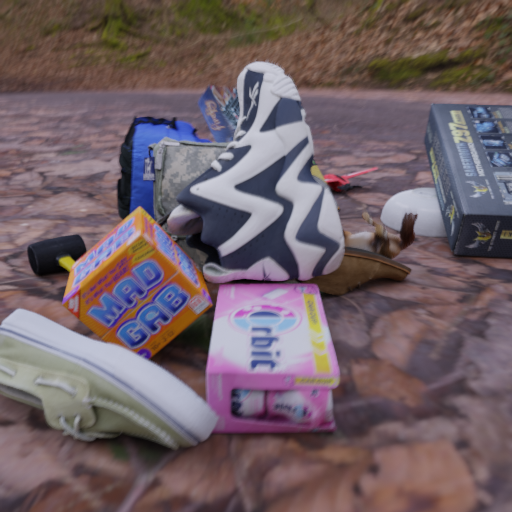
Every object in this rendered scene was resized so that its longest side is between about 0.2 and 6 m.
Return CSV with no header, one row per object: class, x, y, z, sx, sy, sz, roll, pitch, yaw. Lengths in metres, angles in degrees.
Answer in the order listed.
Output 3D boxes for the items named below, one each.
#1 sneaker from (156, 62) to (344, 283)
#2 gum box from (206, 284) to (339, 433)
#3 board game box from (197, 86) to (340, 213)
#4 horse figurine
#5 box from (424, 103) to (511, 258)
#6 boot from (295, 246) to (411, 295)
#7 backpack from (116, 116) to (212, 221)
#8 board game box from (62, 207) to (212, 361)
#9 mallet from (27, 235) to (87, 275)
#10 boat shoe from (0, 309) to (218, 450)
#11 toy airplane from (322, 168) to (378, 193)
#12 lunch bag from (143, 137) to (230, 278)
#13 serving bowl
sneaker,-0.363,-1.105,7.598,2.224,3.417,1.364,-13,-19,-6
gum box,0.151,1.057,6.198,1.248,0.727,2.198,0,21,0
board game box,0.268,-2.037,11.465,2.063,3.045,0.527,-8,-23,-43
horse figurine,1.769,-0.278,9.249,2.011,0.502,1.333,-2,-24,37
box,5.215,-1.608,10.984,3.219,1.041,4.081,3,42,4
boot,1.465,0.237,8.626,2.064,0.779,0.760,11,1,-25
backpack,-1.718,-1.678,11.422,2.262,2.190,2.695,1,20,-7
board game box,-1.422,0.352,6.770,1.187,1.187,1.188,-41,24,4
mallet,-2.539,0.267,8.623,2.732,0.562,0.900,21,30,40
boat shoe,-1.646,1.345,5.483,2.773,0.998,0.860,14,58,31
toy airplane,1.881,-1.988,14.696,2.388,0.439,2.388,-6,22,2
lunch bag,-0.497,-0.849,9.192,2.488,2.087,1.733,3,22,1
serving bowl,3.679,-1.011,11.794,2.030,0.668,2.030,0,20,0
